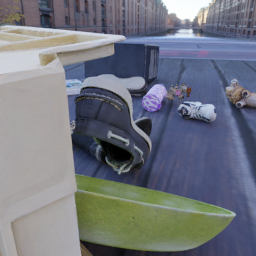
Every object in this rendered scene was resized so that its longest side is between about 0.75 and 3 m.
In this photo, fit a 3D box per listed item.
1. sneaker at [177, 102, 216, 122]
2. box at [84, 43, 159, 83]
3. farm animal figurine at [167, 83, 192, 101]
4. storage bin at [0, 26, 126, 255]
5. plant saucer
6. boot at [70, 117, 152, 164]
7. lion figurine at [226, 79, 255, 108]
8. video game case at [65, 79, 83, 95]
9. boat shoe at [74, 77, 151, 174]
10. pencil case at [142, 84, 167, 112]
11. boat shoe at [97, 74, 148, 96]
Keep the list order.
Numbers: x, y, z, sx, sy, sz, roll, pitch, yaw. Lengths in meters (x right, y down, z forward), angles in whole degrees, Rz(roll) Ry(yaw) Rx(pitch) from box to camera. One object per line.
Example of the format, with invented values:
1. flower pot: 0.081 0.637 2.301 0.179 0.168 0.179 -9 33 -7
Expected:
1. sneaker: 1.982 -0.487 8.465 0.887 0.544 1.363 -7 22 -13
2. box: -0.209 -3.128 13.168 2.828 1.753 2.780 7 15 17
3. farm animal figurine: 1.773 -1.226 10.072 0.952 0.496 0.941 -9 27 -6
4. storage bin: -1.206 0.454 3.017 1.325 2.827 2.806 -19 28 -37
5. plant saucer: -0.289 0.911 3.431 2.975 0.462 2.975 12 -9 2
6. boot: -0.469 0.099 6.807 1.493 0.725 1.983 17 33 35
7. lion figurine: 4.445 -0.972 9.607 2.256 0.818 1.382 23 20 17
8. video game case: -2.913 -1.701 11.910 2.155 0.255 1.962 -10 24 -25
9. boat shoe: -0.242 0.290 4.665 0.999 2.750 0.863 8 65 16
10. pencil case: 0.975 -1.062 9.853 0.667 0.655 1.560 31 29 5
11. boat shoe: -0.327 -1.656 11.425 2.466 0.703 0.824 9 60 31
